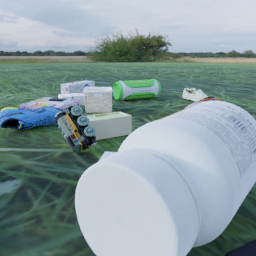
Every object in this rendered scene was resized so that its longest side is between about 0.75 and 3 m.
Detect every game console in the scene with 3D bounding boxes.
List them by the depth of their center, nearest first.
[{"bbox_3d":[2.608,1.604,2.997,2.361,0.367,2.088,-8,18,-27],"label":"game console"}]

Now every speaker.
[{"bbox_3d":[0.459,-1.937,14.105,2.321,1.027,1.027,-8,18,-25],"label":"speaker"}]

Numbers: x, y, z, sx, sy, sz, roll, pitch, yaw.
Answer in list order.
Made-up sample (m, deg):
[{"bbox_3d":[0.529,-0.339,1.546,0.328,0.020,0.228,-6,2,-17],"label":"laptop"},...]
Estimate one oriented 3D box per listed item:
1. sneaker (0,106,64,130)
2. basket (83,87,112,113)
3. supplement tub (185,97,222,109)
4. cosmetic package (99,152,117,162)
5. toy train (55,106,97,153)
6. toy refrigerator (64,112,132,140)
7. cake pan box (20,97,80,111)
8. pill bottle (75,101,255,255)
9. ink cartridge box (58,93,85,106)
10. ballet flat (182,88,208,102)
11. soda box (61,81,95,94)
[{"bbox_3d":[-3.057,-0.229,9.033,2.078,0.685,0.815,-1,38,-19],"label":"sneaker"},{"bbox_3d":[-1.222,-1.194,11.606,1.159,0.940,1.169,-1,17,-4],"label":"basket"},{"bbox_3d":[2.347,-0.340,8.398,1.086,1.086,1.773,10,18,30],"label":"supplement tub"},{"bbox_3d":[-0.137,0.836,5.385,0.825,0.507,0.822,4,17,8],"label":"cosmetic package"},{"bbox_3d":[-1.321,0.010,7.099,0.742,0.554,1.301,-27,68,-21],"label":"toy train"},{"bbox_3d":[-0.861,-0.064,8.189,1.874,0.656,0.711,-10,18,-29],"label":"toy refrigerator"},{"bbox_3d":[-3.061,-0.841,11.257,1.702,0.483,1.848,7,18,16],"label":"cake pan box"},{"bbox_3d":[0.767,0.640,3.938,1.681,1.681,2.939,11,20,34],"label":"pill bottle"},{"bbox_3d":[-2.513,-1.291,12.766,1.155,0.478,0.846,-7,18,-23],"label":"ink cartridge box"},{"bbox_3d":[3.272,-1.584,13.562,0.681,0.681,1.898,-8,19,-26],"label":"ballet flat"},{"bbox_3d":[-2.721,-2.160,15.391,0.644,0.689,2.022,11,20,34],"label":"soda box"}]
